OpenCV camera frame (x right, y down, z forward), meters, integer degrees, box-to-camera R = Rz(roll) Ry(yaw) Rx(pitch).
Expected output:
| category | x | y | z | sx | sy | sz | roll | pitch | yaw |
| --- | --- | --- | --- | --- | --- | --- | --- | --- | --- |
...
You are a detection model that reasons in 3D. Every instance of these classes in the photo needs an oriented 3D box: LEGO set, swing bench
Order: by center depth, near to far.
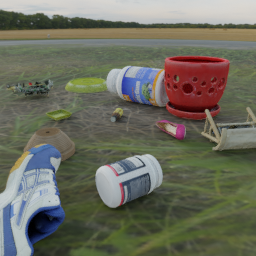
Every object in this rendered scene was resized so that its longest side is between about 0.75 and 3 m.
| category | x | y | z | sx | sy | sz | roll | pitch | yaw |
| --- | --- | --- | --- | --- | --- | --- | --- | --- | --- |
| swing bench | 3.220 | 0.113 | 8.432 | 1.494 | 0.974 | 1.502 | -2 | 27 | -6 |
| LEGO set | -4.750 | -1.879 | 13.915 | 1.919 | 0.837 | 2.955 | -13 | 12 | -34 |

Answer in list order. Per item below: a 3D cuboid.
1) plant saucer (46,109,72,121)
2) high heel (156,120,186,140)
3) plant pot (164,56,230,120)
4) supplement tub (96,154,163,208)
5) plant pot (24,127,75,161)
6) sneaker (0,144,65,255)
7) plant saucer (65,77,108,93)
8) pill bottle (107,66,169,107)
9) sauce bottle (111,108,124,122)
| category | x | y | z | sx | sy | sz | roll | pitch | yaw |
| --- | --- | --- | --- | --- | --- | --- | --- | --- | --- |
| plant saucer | -2.683 | -0.495 | 10.906 | 0.757 | 0.182 | 0.758 | 21 | 29 | 41 |
| high heel | 1.375 | 0.022 | 9.093 | 0.723 | 0.507 | 1.507 | 8 | 16 | -8 |
| plant pot | 2.604 | -1.630 | 11.010 | 2.416 | 2.200 | 2.416 | 0 | 23 | 0 |
| supplement tub | 0.023 | 1.098 | 6.018 | 1.250 | 0.877 | 0.877 | -14 | 26 | -31 |
| plant pot | -2.265 | 0.414 | 8.025 | 1.435 | 0.662 | 1.435 | -1 | 23 | 0 |
| sneaker | -1.722 | 1.409 | 5.273 | 1.318 | 1.126 | 2.990 | 11 | 31 | 5 |
| plant saucer | -2.218 | -2.412 | 15.403 | 2.479 | 0.385 | 2.479 | 0 | 23 | 0 |
| pill bottle | 0.495 | -1.937 | 12.619 | 2.838 | 1.591 | 1.591 | 13 | 25 | 31 |
| sauce bottle | -0.427 | -0.497 | 10.727 | 0.325 | 0.325 | 1.004 | 4 | 23 | 11 |
